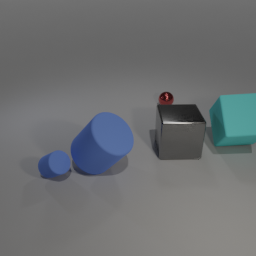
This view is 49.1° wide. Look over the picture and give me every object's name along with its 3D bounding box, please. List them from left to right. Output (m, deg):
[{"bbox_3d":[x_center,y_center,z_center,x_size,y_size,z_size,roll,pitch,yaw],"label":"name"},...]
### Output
[{"bbox_3d":[-2.161,1.067,8.199,0.700,0.700,0.700,-23,8,44],"label":"cylinder"},{"bbox_3d":[-0.777,0.469,8.273,1.400,1.400,1.400,22,48,-27],"label":"cylinder"},{"bbox_3d":[1.740,-1.309,12.774,0.700,0.700,0.700,0,29,0],"label":"ball"},{"bbox_3d":[1.704,0.106,9.474,1.400,1.400,1.400,-1,29,-1],"label":"cube"},{"bbox_3d":[3.678,-0.239,9.416,1.400,1.400,1.400,-3,74,0],"label":"cube"}]
